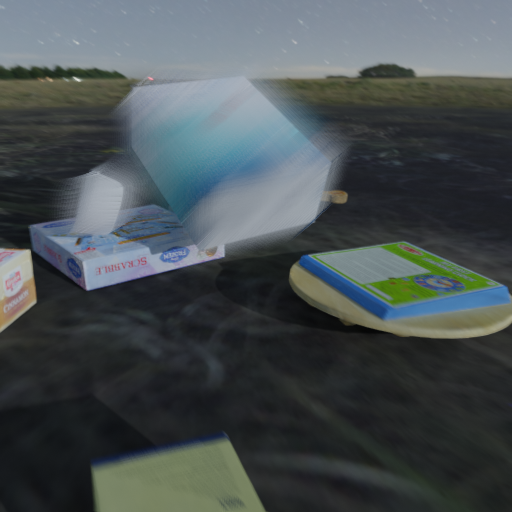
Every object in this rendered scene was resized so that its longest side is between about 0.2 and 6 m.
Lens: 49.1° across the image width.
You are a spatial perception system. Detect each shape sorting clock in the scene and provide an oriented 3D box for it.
[{"bbox_3d":[1.916,0.450,7.588,2.947,0.578,2.947,0,19,0],"label":"shape sorting clock"}]

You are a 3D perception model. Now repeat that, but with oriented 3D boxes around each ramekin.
[{"bbox_3d":[-2.438,-0.779,8.691,0.514,0.979,0.979,16,13,-22],"label":"ramekin"}]

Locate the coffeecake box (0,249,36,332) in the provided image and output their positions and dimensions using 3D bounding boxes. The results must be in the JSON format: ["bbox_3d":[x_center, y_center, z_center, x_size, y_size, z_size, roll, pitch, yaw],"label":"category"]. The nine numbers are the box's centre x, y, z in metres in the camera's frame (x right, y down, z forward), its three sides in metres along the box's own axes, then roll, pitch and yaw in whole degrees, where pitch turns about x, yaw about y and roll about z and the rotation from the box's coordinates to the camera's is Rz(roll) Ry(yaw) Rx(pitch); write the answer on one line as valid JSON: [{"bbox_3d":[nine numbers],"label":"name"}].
[{"bbox_3d":[-4.279,0.510,7.022,2.275,0.831,1.746,2,19,7],"label":"coffeecake box"}]

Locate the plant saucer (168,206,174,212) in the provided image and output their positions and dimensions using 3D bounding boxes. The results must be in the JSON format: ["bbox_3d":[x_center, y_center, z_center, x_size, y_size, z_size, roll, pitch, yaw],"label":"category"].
[{"bbox_3d":[-1.333,-0.673,11.007,0.926,0.233,0.926,23,-13,6],"label":"plant saucer"}]

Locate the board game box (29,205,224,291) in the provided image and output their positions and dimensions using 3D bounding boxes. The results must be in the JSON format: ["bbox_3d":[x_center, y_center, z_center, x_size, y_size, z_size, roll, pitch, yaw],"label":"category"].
[{"bbox_3d":[-2.274,-0.256,9.759,2.505,0.515,2.499,-14,23,-35],"label":"board game box"}]

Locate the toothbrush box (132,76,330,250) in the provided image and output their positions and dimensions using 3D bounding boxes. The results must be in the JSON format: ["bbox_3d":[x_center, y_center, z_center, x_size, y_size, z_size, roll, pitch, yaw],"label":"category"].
[{"bbox_3d":[-0.508,-1.567,8.643,2.018,1.175,2.756,-14,47,-26],"label":"toothbrush box"}]

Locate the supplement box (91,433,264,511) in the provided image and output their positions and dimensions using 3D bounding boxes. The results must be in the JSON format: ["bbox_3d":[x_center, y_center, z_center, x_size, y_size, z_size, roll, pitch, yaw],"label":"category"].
[{"bbox_3d":[-0.504,1.778,3.597,0.970,0.651,0.969,-7,20,-19],"label":"supplement box"}]

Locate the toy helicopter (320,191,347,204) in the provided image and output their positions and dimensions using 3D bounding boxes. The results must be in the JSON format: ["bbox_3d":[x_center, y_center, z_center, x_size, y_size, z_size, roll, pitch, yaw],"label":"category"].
[{"bbox_3d":[1.095,-1.394,12.818,1.959,0.773,1.296,5,21,5],"label":"toy helicopter"}]
